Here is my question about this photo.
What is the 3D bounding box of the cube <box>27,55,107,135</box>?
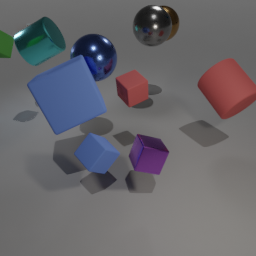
[{"bbox_3d":[-1.501,-0.901,7.185,1.400,1.400,1.400,-25,20,0],"label":"cube"}]

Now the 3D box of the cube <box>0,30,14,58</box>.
[{"bbox_3d":[-4.205,-2.690,8.961,0.700,0.700,0.700,7,-4,24],"label":"cube"}]

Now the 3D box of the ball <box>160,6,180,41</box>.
[{"bbox_3d":[1.421,-4.303,11.582,1.400,1.400,1.400,0,30,0],"label":"ball"}]

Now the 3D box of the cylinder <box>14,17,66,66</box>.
[{"bbox_3d":[-3.380,-3.331,10.855,1.400,1.400,1.400,-24,26,16],"label":"cylinder"}]

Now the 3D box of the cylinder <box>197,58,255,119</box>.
[{"bbox_3d":[3.176,-1.229,8.898,1.400,1.400,1.400,-19,67,-29],"label":"cylinder"}]

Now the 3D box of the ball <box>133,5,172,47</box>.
[{"bbox_3d":[0.864,-3.633,10.006,1.400,1.400,1.400,0,30,0],"label":"ball"}]

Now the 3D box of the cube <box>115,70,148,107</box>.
[{"bbox_3d":[0.125,-1.175,8.296,0.700,0.700,0.700,-27,50,-18],"label":"cube"}]

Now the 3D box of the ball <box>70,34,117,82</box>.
[{"bbox_3d":[-1.021,-2.096,8.406,1.400,1.400,1.400,0,30,0],"label":"ball"}]

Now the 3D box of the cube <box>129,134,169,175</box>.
[{"bbox_3d":[0.508,0.662,7.063,0.700,0.700,0.700,13,22,-19],"label":"cube"}]

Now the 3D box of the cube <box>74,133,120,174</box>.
[{"bbox_3d":[-0.779,0.651,7.091,0.700,0.700,0.700,42,9,31],"label":"cube"}]
